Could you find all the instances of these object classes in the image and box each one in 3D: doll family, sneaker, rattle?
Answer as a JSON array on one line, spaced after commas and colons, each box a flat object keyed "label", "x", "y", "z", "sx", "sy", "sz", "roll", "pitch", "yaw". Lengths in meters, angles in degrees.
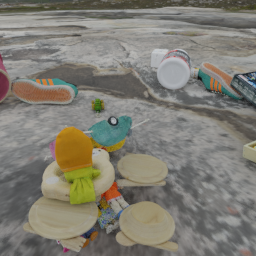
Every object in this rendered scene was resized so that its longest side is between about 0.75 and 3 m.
[{"label": "doll family", "x": -0.839, "y": 1.550, "z": 5.168, "sx": 1.740, "sy": 0.784, "sz": 1.080, "roll": -21, "pitch": 52, "yaw": -35}, {"label": "sneaker", "x": 3.734, "y": -1.757, "z": 11.383, "sx": 0.784, "sy": 0.878, "sz": 2.197, "roll": -25, "pitch": 58, "yaw": -29}, {"label": "sneaker", "x": -3.128, "y": -1.435, "z": 10.690, "sx": 2.520, "sy": 0.899, "sz": 1.007, "roll": 9, "pitch": 23, "yaw": 6}, {"label": "rattle", "x": -0.843, "y": 0.330, "z": 5.161, "sx": 1.300, "sy": 1.427, "sz": 1.998, "roll": -10, "pitch": 21, "yaw": 21}]

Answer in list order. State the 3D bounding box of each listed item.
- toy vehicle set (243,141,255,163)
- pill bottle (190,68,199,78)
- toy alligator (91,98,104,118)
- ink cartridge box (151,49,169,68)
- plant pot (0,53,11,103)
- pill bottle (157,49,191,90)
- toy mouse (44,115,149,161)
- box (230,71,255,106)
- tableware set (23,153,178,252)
[{"label": "toy vehicle set", "x": 4.477, "y": 0.531, "z": 7.232, "sx": 2.557, "sy": 0.339, "sz": 1.589, "roll": -16, "pitch": 24, "yaw": -27}, {"label": "pill bottle", "x": 3.300, "y": -2.595, "z": 13.230, "sx": 0.796, "sy": 0.435, "sz": 0.435, "roll": 5, "pitch": 28, "yaw": 9}, {"label": "toy alligator", "x": -1.060, "y": -0.791, "z": 9.952, "sx": 0.442, "sy": 0.320, "sz": 1.333, "roll": -5, "pitch": 28, "yaw": -8}, {"label": "ink cartridge box", "x": 1.698, "y": -3.714, "z": 14.965, "sx": 0.765, "sy": 0.778, "sz": 1.057, "roll": 8, "pitch": 30, "yaw": 14}, {"label": "plant pot", "x": -5.561, "y": -1.981, "z": 10.265, "sx": 2.485, "sy": 2.485, "sz": 2.224, "roll": -25, "pitch": 52, "yaw": -39}, {"label": "pill bottle", "x": 2.109, "y": -2.705, "z": 12.452, "sx": 1.369, "sy": 1.369, "sz": 2.363, "roll": 6, "pitch": 28, "yaw": 11}, {"label": "toy mouse", "x": -0.856, "y": 0.334, "z": 6.456, "sx": 2.879, "sy": 0.557, "sz": 2.558, "roll": -20, "pitch": -9, "yaw": 5}, {"label": "box", "x": 5.144, "y": -1.299, "z": 10.171, "sx": 1.769, "sy": 0.512, "sz": 2.226, "roll": -12, "pitch": 45, "yaw": -23}, {"label": "tableware set", "x": -0.353, "y": 1.173, "z": 5.195, "sx": 2.369, "sy": 0.329, "sz": 2.836, "roll": 5, "pitch": 25, "yaw": 1}]
